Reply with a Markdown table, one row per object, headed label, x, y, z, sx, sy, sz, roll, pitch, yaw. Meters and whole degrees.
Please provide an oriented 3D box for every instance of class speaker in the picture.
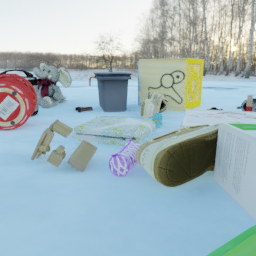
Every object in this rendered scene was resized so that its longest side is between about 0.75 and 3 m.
| label | x | y | z | sx | sy | sz | roll | pitch | yaw |
| --- | --- | --- | --- | --- | --- | --- | --- | --- | --- |
| speaker | 0.899 | 1.201 | 2.037 | 1.702 | 0.753 | 0.753 | -9 | 15 | -36 |

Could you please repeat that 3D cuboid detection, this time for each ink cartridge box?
| label | x | y | z | sx | sy | sz | roll | pitch | yaw |
| --- | --- | --- | --- | --- | --- | --- | --- | --- | --- |
| ink cartridge box | 2.961 | 0.016 | 7.814 | 2.860 | 0.639 | 2.519 | 3 | 13 | 13 |

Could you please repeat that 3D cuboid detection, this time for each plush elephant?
| label | x | y | z | sx | sy | sz | roll | pitch | yaw |
| --- | --- | --- | --- | --- | --- | --- | --- | --- | --- |
| plush elephant | -4.431 | -2.407 | 15.323 | 2.432 | 2.286 | 2.953 | 7 | 14 | 29 |

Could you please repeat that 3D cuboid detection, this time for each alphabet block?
| label | x | y | z | sx | sy | sz | roll | pitch | yaw |
| --- | --- | --- | --- | --- | --- | --- | --- | --- | --- |
| alphabet block | 2.190 | -2.273 | 14.281 | 2.575 | 2.515 | 2.528 | 8 | 16 | 31 |

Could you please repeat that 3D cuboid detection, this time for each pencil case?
| label | x | y | z | sx | sy | sz | roll | pitch | yaw |
| --- | --- | --- | --- | --- | --- | --- | --- | --- | --- |
| pencil case | -0.018 | 0.572 | 5.569 | 0.473 | 0.482 | 1.128 | -12 | 9 | 16 |

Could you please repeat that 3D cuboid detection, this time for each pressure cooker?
| label | x | y | z | sx | sy | sz | roll | pitch | yaw |
| --- | --- | --- | --- | --- | --- | --- | --- | --- | --- |
| pressure cooker | -4.719 | -1.492 | 11.869 | 1.727 | 1.933 | 1.700 | 5 | 13 | 19 |

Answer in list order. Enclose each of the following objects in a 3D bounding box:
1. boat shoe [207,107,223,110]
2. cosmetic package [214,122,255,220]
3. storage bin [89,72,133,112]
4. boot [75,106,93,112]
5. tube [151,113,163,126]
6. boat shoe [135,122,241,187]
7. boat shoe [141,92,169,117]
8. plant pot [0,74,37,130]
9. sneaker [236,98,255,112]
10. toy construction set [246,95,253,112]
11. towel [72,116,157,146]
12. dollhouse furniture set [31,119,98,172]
| label | x | y | z | sx | sy | sz | roll | pitch | yaw |
| --- | --- | --- | --- | --- | --- | --- | --- | --- | --- |
| boat shoe | 3.733 | -0.726 | 12.062 | 0.425 | 0.352 | 1.182 | -2 | 12 | -11 |
| cosmetic package | 2.268 | 0.674 | 3.646 | 1.379 | 1.087 | 2.563 | 2 | 10 | -7 |
| storage bin | -0.904 | -1.798 | 13.665 | 1.945 | 1.795 | 2.673 | -2 | 11 | -11 |
| boot | -1.973 | -0.885 | 13.147 | 0.830 | 0.267 | 0.773 | -1 | 13 | -28 |
| tube | 1.012 | -0.233 | 9.956 | 0.516 | 0.336 | 1.333 | -11 | 14 | 13 |
| boat shoe | 1.384 | 0.342 | 5.329 | 2.771 | 1.025 | 0.920 | -5 | 15 | -34 |
| boat shoe | 1.309 | -0.976 | 12.088 | 0.836 | 0.928 | 2.572 | 12 | 19 | 18 |
| plant pot | -4.050 | -0.884 | 9.426 | 1.786 | 1.786 | 1.627 | -3 | 15 | -12 |
| sneaker | 5.598 | -0.795 | 11.299 | 1.311 | 0.870 | 2.304 | -10 | 10 | -37 |
| toy construction set | 4.997 | -0.815 | 8.896 | 2.395 | 1.840 | 1.997 | 8 | 14 | 35 |
| towel | -0.346 | 0.064 | 8.085 | 2.039 | 0.491 | 1.746 | 4 | 16 | 20 |
| dollhouse furniture set | -1.395 | 0.616 | 5.951 | 1.110 | 0.904 | 1.055 | 30 | 22 | -3 |
